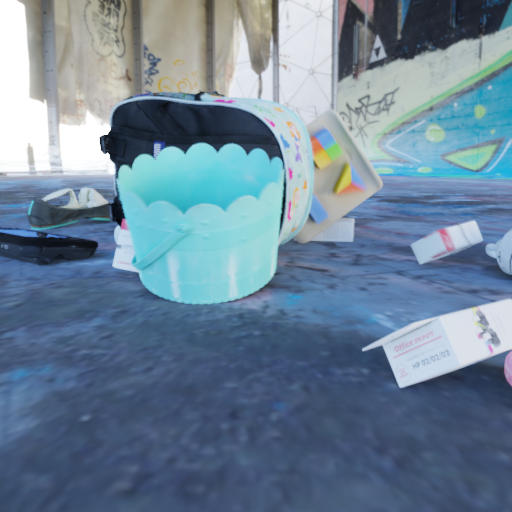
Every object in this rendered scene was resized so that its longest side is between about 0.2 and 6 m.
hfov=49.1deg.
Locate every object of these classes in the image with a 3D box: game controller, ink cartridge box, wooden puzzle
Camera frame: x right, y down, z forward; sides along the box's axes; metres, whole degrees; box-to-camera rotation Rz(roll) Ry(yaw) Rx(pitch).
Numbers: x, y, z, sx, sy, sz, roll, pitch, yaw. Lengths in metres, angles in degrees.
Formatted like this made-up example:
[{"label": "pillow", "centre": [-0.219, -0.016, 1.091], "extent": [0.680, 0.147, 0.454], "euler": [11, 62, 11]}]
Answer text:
[{"label": "game controller", "centre": [-4.429, -0.310, 10.755], "extent": [2.992, 0.630, 1.561], "euler": [9, 14, 37]}, {"label": "ink cartridge box", "centre": [1.621, 0.765, 4.776], "extent": [1.257, 0.426, 0.724], "euler": [-7, -23, -33]}, {"label": "ink cartridge box", "centre": [3.201, -0.224, 9.389], "extent": [0.926, 0.384, 0.680], "euler": [-14, -13, -29]}, {"label": "wooden puzzle", "centre": [1.243, -1.553, 11.435], "extent": [2.162, 2.003, 0.501], "euler": [-35, 17, 7]}, {"label": "ink cartridge box", "centre": [-1.886, -0.135, 8.878], "extent": [0.566, 0.781, 0.329], "euler": [10, -7, 4]}]

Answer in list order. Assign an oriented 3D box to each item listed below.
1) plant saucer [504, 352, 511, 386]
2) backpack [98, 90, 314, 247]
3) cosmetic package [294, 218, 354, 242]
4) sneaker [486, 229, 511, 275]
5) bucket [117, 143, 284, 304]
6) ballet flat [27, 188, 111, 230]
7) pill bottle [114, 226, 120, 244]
[{"label": "plant saucer", "centre": [2.653, 1.053, 4.228], "extent": [1.450, 0.367, 1.450], "euler": [1, 10, 0]}, {"label": "backpack", "centre": [-0.664, -1.418, 10.143], "extent": [3.449, 3.062, 2.597], "euler": [9, 20, 28]}, {"label": "cosmetic package", "centre": [1.542, -0.601, 12.698], "extent": [1.320, 0.470, 0.669], "euler": [2, 11, 11]}, {"label": "sneaker", "centre": [4.857, -0.071, 8.704], "extent": [2.383, 0.895, 1.369], "euler": [-4, 14, -5]}, {"label": "bucket", "centre": [-0.732, -0.504, 7.860], "extent": [2.370, 1.542, 2.370], "euler": [0, 28, 0]}, {"label": "ballet flat", "centre": [-4.772, -1.324, 15.147], "extent": [0.981, 0.987, 2.884], "euler": [11, 15, 34]}, {"label": "pill bottle", "centre": [-2.321, -0.455, 11.526], "extent": [0.625, 0.625, 1.108], "euler": [9, 14, 40]}]
